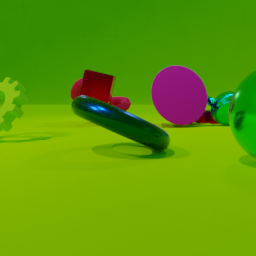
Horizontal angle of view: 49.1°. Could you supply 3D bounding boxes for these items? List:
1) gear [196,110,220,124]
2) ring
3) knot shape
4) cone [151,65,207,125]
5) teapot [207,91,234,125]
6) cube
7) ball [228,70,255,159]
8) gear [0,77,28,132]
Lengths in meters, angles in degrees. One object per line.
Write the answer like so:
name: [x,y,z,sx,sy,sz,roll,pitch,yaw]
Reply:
gear: [3.155,-0.400,9.583,2.077,0.384,2.077,0,5,0]
ring: [-0.095,-0.057,3.751,1.397,0.279,1.397,24,-1,1]
knot shape: [-0.745,-0.836,8.848,1.762,0.870,1.883,22,-7,33]
cone: [1.164,-0.750,8.230,1.646,1.646,1.652,-2,-9,-17]
teapot: [2.819,-0.632,7.960,1.640,1.020,0.803,19,38,-3]
cube: [-0.825,-1.142,7.794,0.798,0.798,0.798,13,9,0]
ball: [1.598,-0.142,2.860,1.076,1.076,1.076,0,5,0]
gear: [-2.296,-0.342,4.823,1.171,1.171,0.217,2,-30,25]
